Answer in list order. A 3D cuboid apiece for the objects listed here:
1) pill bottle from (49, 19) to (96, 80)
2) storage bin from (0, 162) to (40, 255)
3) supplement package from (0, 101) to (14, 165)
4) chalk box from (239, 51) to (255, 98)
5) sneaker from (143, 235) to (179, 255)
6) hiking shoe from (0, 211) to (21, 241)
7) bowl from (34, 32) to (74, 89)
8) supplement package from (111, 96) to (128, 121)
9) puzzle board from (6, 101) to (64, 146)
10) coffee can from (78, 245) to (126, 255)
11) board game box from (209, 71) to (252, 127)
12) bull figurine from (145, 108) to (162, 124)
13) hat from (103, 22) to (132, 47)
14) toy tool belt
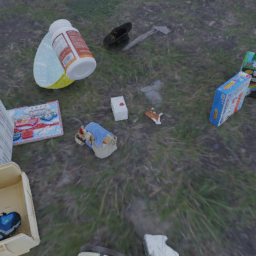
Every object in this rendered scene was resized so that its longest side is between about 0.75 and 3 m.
[{"bbox_3d":[-1.481,-2.051,7.269,0.820,0.820,1.462,-23,73,-19],"label":"pill bottle"},{"bbox_3d":[-3.980,2.491,7.884,2.413,1.139,2.431,-17,50,-14],"label":"storage bin"},{"bbox_3d":[-4.916,0.419,9.131,1.731,1.719,2.281,-7,57,-5],"label":"supplement package"},{"bbox_3d":[5.323,-2.374,11.670,1.191,1.908,1.183,17,51,14],"label":"chalk box"},{"bbox_3d":[0.978,3.553,7.287,0.853,0.669,1.717,-6,50,-10],"label":"sneaker"},{"bbox_3d":[-3.864,2.495,7.161,0.927,1.080,2.492,-10,-1,33],"label":"hiking shoe"},{"bbox_3d":[-2.732,-2.871,12.204,1.469,2.730,2.730,15,30,-48],"label":"bowl"},{"bbox_3d":[-0.351,-0.782,11.203,0.514,0.508,0.848,-11,49,-9],"label":"supplement package"},{"bbox_3d":[-3.922,-0.207,10.884,2.593,0.226,1.954,-12,50,-10],"label":"puzzle board"},{"bbox_3d":[-0.758,3.958,6.340,1.480,1.480,2.023,11,50,10],"label":"coffee can"},{"bbox_3d":[3.898,-1.108,10.744,1.595,1.628,0.455,-34,54,-27],"label":"board game box"},{"bbox_3d":[1.061,-0.469,11.095,0.486,0.261,0.801,-36,59,-29],"label":"bull figurine"},{"bbox_3d":[-0.396,-4.611,14.350,1.745,0.704,1.745,-24,37,20],"label":"hat"},{"bbox_3d":[-1.166,0.241,9.947,1.664,1.023,1.039,30,55,24],"label":"toy tool belt"}]
